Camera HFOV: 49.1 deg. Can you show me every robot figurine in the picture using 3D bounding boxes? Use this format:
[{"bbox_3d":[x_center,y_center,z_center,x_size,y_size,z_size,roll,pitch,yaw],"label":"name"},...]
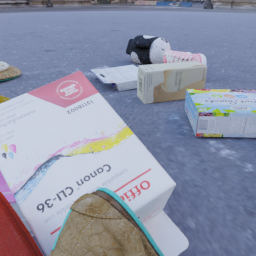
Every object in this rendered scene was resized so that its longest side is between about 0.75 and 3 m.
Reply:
[{"bbox_3d":[0.993,-3.792,13.623,2.215,1.382,1.664,19,43,33],"label":"robot figurine"}]

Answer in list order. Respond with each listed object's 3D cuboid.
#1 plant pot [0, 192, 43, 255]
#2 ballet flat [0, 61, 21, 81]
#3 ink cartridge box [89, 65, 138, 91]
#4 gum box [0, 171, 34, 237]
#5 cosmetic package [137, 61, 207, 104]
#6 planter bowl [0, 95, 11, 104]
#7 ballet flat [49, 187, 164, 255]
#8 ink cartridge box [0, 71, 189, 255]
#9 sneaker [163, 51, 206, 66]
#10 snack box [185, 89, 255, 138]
[{"bbox_3d":[-1.202,1.829,2.386,1.387,1.573,1.574,31,51,26],"label":"plant pot"},{"bbox_3d":[-5.495,-2.238,11.083,1.002,0.928,2.843,18,32,26],"label":"ballet flat"},{"bbox_3d":[-0.309,-2.012,11.205,2.035,0.413,2.031,-10,29,-19],"label":"ink cartridge box"},{"bbox_3d":[-1.087,1.032,4.835,2.346,0.776,1.331,-4,27,-8],"label":"gum box"},{"bbox_3d":[1.480,-1.578,9.567,2.229,1.173,0.792,-9,30,-14],"label":"cosmetic package"},{"bbox_3d":[-3.413,0.254,5.759,2.707,1.127,2.707,10,27,-6],"label":"planter bowl"},{"bbox_3d":[0.296,1.718,2.541,0.940,2.598,0.881,-47,9,-28],"label":"ballet flat"},{"bbox_3d":[-0.579,0.695,3.720,1.667,0.966,2.862,-30,63,-23],"label":"ink cartridge box"},{"bbox_3d":[2.293,-2.726,11.971,1.412,1.017,2.702,-2,22,-7],"label":"sneaker"},{"bbox_3d":[2.862,-0.462,7.771,2.272,0.769,1.916,0,26,2],"label":"snack box"}]
